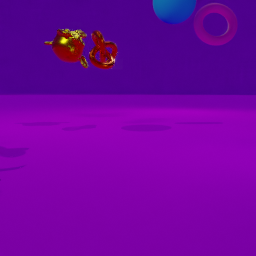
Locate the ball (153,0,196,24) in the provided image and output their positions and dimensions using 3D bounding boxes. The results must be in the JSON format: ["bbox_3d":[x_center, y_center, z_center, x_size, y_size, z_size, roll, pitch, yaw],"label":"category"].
[{"bbox_3d":[1.465,-4.002,8.858,1.351,1.351,1.351,0,7,0],"label":"ball"}]

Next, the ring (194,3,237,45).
[{"bbox_3d":[3.064,-3.633,9.802,1.530,1.530,0.306,0,-8,-2],"label":"ring"}]

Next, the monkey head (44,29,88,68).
[{"bbox_3d":[-1.926,-2.792,9.482,1.712,1.032,1.232,31,35,2],"label":"monkey head"}]

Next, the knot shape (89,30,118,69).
[{"bbox_3d":[-0.688,-2.248,8.370,0.557,1.205,1.128,-13,-7,25],"label":"knot shape"}]
